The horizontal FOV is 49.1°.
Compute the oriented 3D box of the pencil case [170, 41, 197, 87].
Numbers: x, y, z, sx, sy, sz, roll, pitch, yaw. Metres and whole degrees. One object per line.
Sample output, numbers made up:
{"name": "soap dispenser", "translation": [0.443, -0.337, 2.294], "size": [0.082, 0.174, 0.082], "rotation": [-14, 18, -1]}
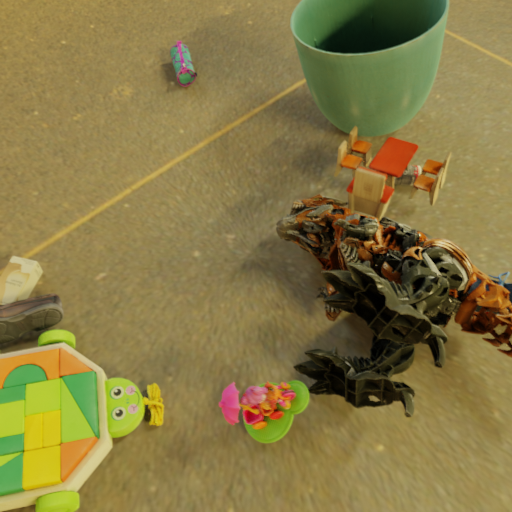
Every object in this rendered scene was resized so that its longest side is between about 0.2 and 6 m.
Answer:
{"name": "pencil case", "translation": [-1.960, -5.140, 15.015], "size": [0.544, 0.590, 1.278], "rotation": [-12, 55, -8]}

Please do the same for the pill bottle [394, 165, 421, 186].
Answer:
{"name": "pill bottle", "translation": [3.291, -1.849, 12.775], "size": [0.842, 0.466, 0.466], "rotation": [3, 55, 2]}

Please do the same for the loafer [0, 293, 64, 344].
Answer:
{"name": "loafer", "translation": [-4.556, 1.165, 10.445], "size": [1.884, 0.677, 0.593], "rotation": [-13, 40, -11]}

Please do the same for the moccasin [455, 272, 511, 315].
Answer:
{"name": "moccasin", "translation": [4.901, 0.773, 10.749], "size": [2.274, 0.775, 0.915], "rotation": [18, 57, 12]}

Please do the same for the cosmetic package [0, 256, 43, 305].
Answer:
{"name": "cosmetic package", "translation": [-4.787, 0.596, 11.108], "size": [0.585, 0.395, 1.112], "rotation": [11, 56, 7]}

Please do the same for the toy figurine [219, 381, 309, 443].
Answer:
{"name": "toy figurine", "translation": [0.017, 2.356, 8.955], "size": [1.326, 1.221, 0.996], "rotation": [-33, 54, 19]}

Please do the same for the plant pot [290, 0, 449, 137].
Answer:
{"name": "plant pot", "translation": [2.669, -4.485, 13.066], "size": [3.373, 2.707, 3.373], "rotation": [-8, 51, 10]}

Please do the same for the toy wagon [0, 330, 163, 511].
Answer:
{"name": "toy wagon", "translation": [-3.578, 2.712, 9.383], "size": [3.977, 0.787, 3.085], "rotation": [-10, 56, -7]}

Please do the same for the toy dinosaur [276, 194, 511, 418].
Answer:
{"name": "toy dinosaur", "translation": [2.708, 0.545, 9.899], "size": [5.640, 2.881, 3.828], "rotation": [11, 33, 36]}

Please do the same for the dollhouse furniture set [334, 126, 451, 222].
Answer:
{"name": "dollhouse furniture set", "translation": [2.702, -1.816, 11.611], "size": [2.218, 1.143, 2.194], "rotation": [21, 50, 20]}
